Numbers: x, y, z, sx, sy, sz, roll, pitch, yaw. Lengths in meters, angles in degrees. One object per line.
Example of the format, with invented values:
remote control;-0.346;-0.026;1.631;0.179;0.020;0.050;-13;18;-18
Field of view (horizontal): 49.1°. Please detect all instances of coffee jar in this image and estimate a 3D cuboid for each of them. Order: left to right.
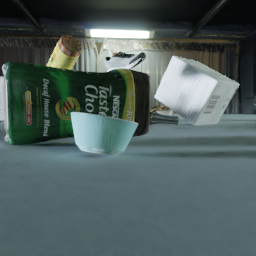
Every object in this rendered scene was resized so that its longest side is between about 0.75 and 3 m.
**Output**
coffee jar;-0.938;-0.492;5.721;2.956;1.541;1.261;-3;7;-25

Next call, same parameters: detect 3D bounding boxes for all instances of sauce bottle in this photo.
sauce bottle;-1.878;-1.620;7.561;0.640;0.640;1.939;-3;-29;-39

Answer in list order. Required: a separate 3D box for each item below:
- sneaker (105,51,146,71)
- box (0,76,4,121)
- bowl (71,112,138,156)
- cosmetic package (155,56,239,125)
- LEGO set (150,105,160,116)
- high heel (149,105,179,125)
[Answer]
sneaker;-0.185;-2.539;10.542;1.981;0.786;0.732;-6;24;43
box;-7.598;-1.616;16.036;2.820;2.416;2.806;1;4;22
bowl;-0.365;0.101;3.943;0.954;0.499;0.954;9;-1;0
cosmetic package;2.958;-1.631;12.239;2.053;2.066;2.469;-5;37;-45
LEGO set;-0.208;-0.331;8.935;1.733;1.305;2.253;-36;18;-27
high heel;1.113;-0.666;12.644;1.821;0.912;2.554;6;12;-6
